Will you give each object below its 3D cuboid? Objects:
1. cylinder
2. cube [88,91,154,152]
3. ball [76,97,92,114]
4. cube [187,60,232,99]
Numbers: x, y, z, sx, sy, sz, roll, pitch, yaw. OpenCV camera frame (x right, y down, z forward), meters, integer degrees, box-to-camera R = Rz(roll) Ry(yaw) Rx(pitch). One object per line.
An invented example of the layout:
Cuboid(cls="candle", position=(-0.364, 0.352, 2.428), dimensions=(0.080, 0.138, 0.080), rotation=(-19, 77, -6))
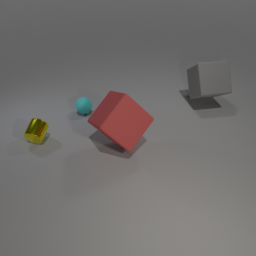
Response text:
Cuboid(cls="cylinder", position=(-3.383, 0.110, 10.335), dimensions=(0.700, 0.700, 0.700), rotation=(8, 58, 12))
Cuboid(cls="cube", position=(-0.275, -0.271, 9.572), dimensions=(1.400, 1.400, 1.400), rotation=(-53, 27, -6))
Cuboid(cls="ball", position=(-1.893, -0.971, 12.021), dimensions=(0.700, 0.700, 0.700), rotation=(0, 33, 0))
Cuboid(cls="cube", position=(3.561, -2.100, 12.397), dimensions=(1.400, 1.400, 1.400), rotation=(-7, 1, -8))
